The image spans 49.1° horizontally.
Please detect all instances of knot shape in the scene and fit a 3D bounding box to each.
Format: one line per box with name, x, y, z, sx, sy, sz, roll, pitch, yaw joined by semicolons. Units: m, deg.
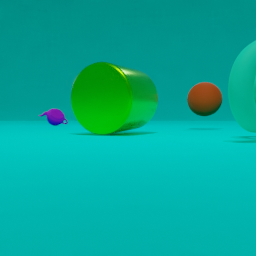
knot shape;1.749;-0.593;2.905;1.483;0.685;1.388;0;-38;-49

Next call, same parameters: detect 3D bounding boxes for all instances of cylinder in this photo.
cylinder;-0.185;-0.460;4.465;1.048;1.048;1.048;1;5;27

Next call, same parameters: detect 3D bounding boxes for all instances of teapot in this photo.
teapot;-2.887;-0.398;10.927;1.138;0.707;0.557;21;-49;-20

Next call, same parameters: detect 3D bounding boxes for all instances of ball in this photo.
ball;1.868;-0.698;6.836;0.827;0.827;0.827;0;2;0
